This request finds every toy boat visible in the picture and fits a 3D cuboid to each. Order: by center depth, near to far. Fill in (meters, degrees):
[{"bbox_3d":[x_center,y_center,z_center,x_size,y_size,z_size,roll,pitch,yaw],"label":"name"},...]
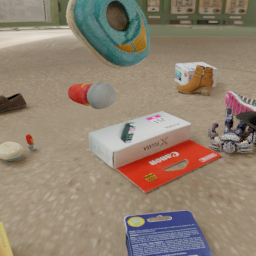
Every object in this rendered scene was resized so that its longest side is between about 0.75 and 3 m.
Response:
[{"bbox_3d":[-0.407,-1.761,6.292,1.323,2.846,2.392,13,-10,46],"label":"toy boat"},{"bbox_3d":[-3.084,0.607,7.848,0.884,0.489,1.052,16,37,39],"label":"toy boat"}]

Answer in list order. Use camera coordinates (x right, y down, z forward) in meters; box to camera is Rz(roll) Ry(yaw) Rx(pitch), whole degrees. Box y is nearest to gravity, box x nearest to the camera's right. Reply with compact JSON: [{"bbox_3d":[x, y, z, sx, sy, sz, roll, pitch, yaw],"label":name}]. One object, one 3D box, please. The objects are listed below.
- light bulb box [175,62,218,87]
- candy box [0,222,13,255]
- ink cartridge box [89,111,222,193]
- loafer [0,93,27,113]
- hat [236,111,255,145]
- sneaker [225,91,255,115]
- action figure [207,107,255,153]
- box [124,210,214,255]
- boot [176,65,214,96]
[{"bbox_3d":[3.380,-2.666,14.121,1.561,0.974,1.548,-7,26,-13],"label":"light bulb box"},{"bbox_3d":[-2.088,2.386,3.774,1.285,0.622,2.203,-15,28,-28],"label":"candy box"},{"bbox_3d":[0.754,0.458,7.898,2.908,0.633,2.524,-17,29,-32],"label":"ink cartridge box"},{"bbox_3d":[-4.952,-0.991,10.923,1.858,0.660,0.679,-21,32,-37],"label":"loafer"},{"bbox_3d":[4.107,0.108,8.490,1.948,0.786,1.948,7,21,-3],"label":"hat"},{"bbox_3d":[4.465,-0.814,10.500,0.887,0.748,2.028,-7,30,-16],"label":"sneaker"},{"bbox_3d":[3.148,0.136,8.496,1.379,0.735,2.119,16,32,18],"label":"action figure"},{"bbox_3d":[0.729,2.219,4.417,1.351,0.361,2.231,-3,27,-8],"label":"box"},{"bbox_3d":[3.057,-2.231,12.818,1.678,1.298,0.618,7,26,15],"label":"boot"}]
